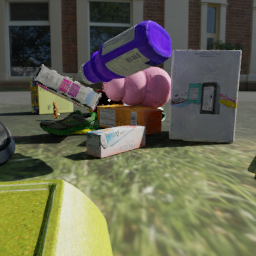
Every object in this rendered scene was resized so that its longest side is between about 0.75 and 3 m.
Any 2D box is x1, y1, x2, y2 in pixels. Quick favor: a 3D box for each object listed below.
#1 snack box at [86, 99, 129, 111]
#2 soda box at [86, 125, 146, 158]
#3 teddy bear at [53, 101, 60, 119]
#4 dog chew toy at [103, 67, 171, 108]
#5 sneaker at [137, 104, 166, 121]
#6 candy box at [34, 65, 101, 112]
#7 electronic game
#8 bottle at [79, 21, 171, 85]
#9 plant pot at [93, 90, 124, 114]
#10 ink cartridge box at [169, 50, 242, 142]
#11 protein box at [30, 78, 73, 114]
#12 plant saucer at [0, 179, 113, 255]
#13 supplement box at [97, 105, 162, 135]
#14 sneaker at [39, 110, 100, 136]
[{"bbox_3d":[-0.818,-1.059,13.826,1.764,0.708,2.091,-2,8,-34],"label":"snack box"},{"bbox_3d":[-0.233,0.270,6.533,0.491,0.529,1.546,8,12,40],"label":"soda box"},{"bbox_3d":[-2.991,-0.767,11.673,0.251,0.752,0.545,-6,-19,-14],"label":"teddy bear"},{"bbox_3d":[0.287,-1.325,9.208,2.245,1.398,1.398,-1,9,-19],"label":"dog chew toy"},{"bbox_3d":[0.767,-0.498,10.953,1.329,0.829,2.254,24,-2,6],"label":"sneaker"},{"bbox_3d":[-1.655,-1.052,7.878,1.731,0.528,1.181,25,-4,-7],"label":"candy box"},{"bbox_3d":[-3.112,0.112,5.466,1.838,0.383,1.838,33,19,-13],"label":"electronic game"},{"bbox_3d":[-0.162,-1.399,5.655,2.071,0.676,0.865,-14,-21,42],"label":"bottle"},{"bbox_3d":[-0.779,-0.877,11.290,1.151,1.150,1.015,8,5,-4],"label":"plant pot"},{"bbox_3d":[2.103,-0.930,8.068,1.740,2.383,1.749,3,10,9],"label":"ink cartridge box"},{"bbox_3d":[-3.917,-1.680,14.390,1.803,1.790,1.217,-7,12,-36],"label":"protein box"},{"bbox_3d":[-1.420,1.003,1.694,2.825,0.677,2.829,-2,10,-10],"label":"plant saucer"},{"bbox_3d":[-0.019,-0.334,9.420,0.800,0.827,2.404,-8,14,-42],"label":"supplement box"},{"bbox_3d":[-1.774,-0.182,8.568,1.791,0.763,0.699,-4,10,-19],"label":"sneaker"}]
